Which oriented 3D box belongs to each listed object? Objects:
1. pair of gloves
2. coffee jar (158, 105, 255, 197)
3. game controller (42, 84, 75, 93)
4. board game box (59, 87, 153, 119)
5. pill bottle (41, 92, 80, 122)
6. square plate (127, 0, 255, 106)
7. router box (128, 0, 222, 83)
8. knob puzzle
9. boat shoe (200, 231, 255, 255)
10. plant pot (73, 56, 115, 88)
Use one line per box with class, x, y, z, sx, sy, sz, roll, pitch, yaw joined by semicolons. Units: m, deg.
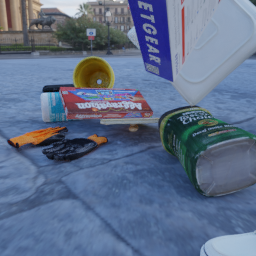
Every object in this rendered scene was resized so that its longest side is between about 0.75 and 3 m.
pair of gloves;-1.781;0.362;7.219;2.057;0.254;1.833;14;21;31
coffee jar;1.517;0.295;5.848;1.337;1.094;2.565;-14;18;-6
game controller;-3.442;-2.099;15.073;2.263;0.477;1.180;-5;3;-18
board game box;-0.695;-0.824;9.054;2.780;0.270;1.431;-2;41;-24
pill bottle;-2.030;-0.744;9.538;1.761;0.975;0.975;-5;18;-15
square plate;1.544;-2.139;6.238;2.397;2.420;0.344;49;16;6
router box;0.758;-1.921;3.565;0.516;1.898;2.114;27;-13;19
knob puzzle;0.251;-0.094;7.923;2.571;0.356;2.571;-1;3;0
boat shoe;1.813;1.360;3.291;1.890;0.631;0.695;0;17;-1
plant pot;-1.523;-2.316;13.504;1.896;1.896;1.784;1;2;5
